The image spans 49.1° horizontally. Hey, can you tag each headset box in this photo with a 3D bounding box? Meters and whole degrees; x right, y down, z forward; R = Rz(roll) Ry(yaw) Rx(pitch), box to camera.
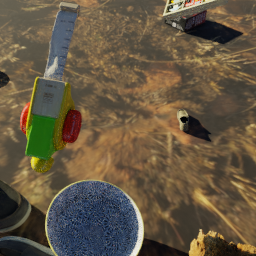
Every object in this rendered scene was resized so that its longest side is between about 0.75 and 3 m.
[{"bbox_3d":[2.620,-5.001,12.497,1.614,0.623,1.201,-33,54,-25],"label":"headset box"}]

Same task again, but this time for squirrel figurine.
[{"bbox_3d":[1.607,2.834,4.751,1.890,1.433,2.025,-8,32,7],"label":"squirrel figurine"}]

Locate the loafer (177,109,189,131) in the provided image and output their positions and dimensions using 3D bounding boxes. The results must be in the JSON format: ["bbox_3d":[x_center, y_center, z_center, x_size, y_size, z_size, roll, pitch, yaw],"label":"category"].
[{"bbox_3d":[1.641,-0.281,8.222,0.319,0.283,0.840,-2,46,-2],"label":"loafer"}]

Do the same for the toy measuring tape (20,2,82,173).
[{"bbox_3d":[-1.248,-0.648,5.046,1.075,1.075,2.922,11,89,10],"label":"toy measuring tape"}]

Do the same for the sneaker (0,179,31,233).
[{"bbox_3d":[-3.560,1.206,5.904,2.962,1.573,1.108,14,48,13],"label":"sneaker"}]

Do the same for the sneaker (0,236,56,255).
[{"bbox_3d":[-1.888,2.632,5.213,1.593,0.596,0.846,13,45,11],"label":"sneaker"}]

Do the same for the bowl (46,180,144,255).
[{"bbox_3d":[-0.703,2.033,5.470,1.857,0.871,1.857,14,43,-13],"label":"bowl"}]

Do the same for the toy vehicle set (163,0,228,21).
[{"bbox_3d":[2.018,-3.897,8.146,1.919,0.254,1.192,1,67,41],"label":"toy vehicle set"}]
